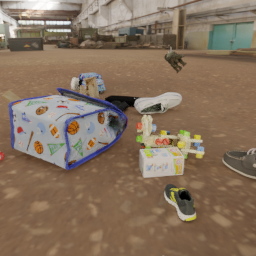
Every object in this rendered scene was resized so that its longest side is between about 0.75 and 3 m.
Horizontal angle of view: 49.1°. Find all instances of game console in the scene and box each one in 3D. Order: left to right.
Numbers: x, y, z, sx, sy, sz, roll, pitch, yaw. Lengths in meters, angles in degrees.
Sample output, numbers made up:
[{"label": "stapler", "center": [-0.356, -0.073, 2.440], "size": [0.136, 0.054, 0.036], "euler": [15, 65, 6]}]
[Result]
[{"label": "game console", "center": [-0.467, -1.134, 13.250], "size": [1.718, 0.351, 2.913], "euler": [7, 18, 18]}]

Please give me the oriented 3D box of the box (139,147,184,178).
[{"label": "box", "center": [0.885, 0.904, 7.468], "size": [1.082, 0.548, 0.608], "euler": [-3, 21, -7]}]

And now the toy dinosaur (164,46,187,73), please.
[{"label": "toy dinosaur", "center": [2.711, -3.999, 16.456], "size": [1.366, 1.028, 2.672], "euler": [38, 15, -2]}]

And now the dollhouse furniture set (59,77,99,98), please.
[{"label": "dollhouse furniture set", "center": [-2.326, -1.965, 14.015], "size": [1.564, 1.108, 1.703], "euler": [-5, 4, 39]}]

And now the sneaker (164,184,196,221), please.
[{"label": "sneaker", "center": [1.141, 1.463, 6.017], "size": [0.439, 0.499, 1.179], "euler": [-5, 21, -17]}]

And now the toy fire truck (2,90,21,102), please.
[{"label": "toy fire truck", "center": [-3.769, -0.615, 10.501], "size": [2.378, 1.530, 2.093], "euler": [-1, 19, 21]}]

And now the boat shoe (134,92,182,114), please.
[{"label": "boat shoe", "center": [1.445, -0.984, 12.579], "size": [2.278, 0.838, 0.760], "euler": [-12, 45, -11]}]

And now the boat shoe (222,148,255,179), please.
[{"label": "boat shoe", "center": [3.708, 0.945, 6.938], "size": [0.978, 0.834, 2.925], "euler": [-13, 24, -33]}]

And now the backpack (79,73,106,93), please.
[{"label": "backpack", "center": [-2.062, -2.593, 16.380], "size": [1.418, 1.045, 1.553], "euler": [-9, 23, -24]}]

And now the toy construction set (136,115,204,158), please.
[{"label": "toy construction set", "center": [1.054, 0.334, 8.023], "size": [2.053, 0.946, 1.346], "euler": [21, 1, -18]}]

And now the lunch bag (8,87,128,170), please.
[{"label": "lunch bag", "center": [-1.722, -0.203, 8.727], "size": [2.458, 1.791, 2.892], "euler": [17, 22, 30]}]

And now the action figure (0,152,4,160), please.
[{"label": "action figure", "center": [-4.347, 0.185, 7.544], "size": [2.317, 1.147, 0.756], "euler": [32, 34, -27]}]

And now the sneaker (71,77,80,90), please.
[{"label": "sneaker", "center": [-2.824, -2.776, 17.284], "size": [0.997, 0.749, 2.002], "euler": [6, 21, 17]}]
